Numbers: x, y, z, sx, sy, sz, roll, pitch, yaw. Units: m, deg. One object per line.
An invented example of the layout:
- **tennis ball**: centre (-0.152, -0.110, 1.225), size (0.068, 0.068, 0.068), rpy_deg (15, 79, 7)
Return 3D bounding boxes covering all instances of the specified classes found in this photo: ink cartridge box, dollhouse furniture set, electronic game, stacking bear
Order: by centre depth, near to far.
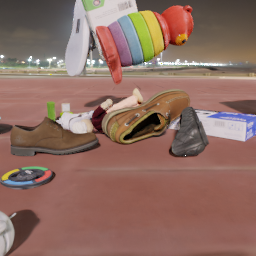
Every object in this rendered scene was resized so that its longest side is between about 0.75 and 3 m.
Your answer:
- **electronic game**: centre (-1.677, 0.807, 4.654), size (0.823, 0.171, 0.823), rpy_deg (0, 12, 0)
- **stacking bear**: centre (0.561, -2.558, 7.823), size (2.641, 1.502, 1.604), rpy_deg (-21, -28, -2)
- **ink cartridge box**: centre (2.426, -0.172, 8.228), size (2.466, 0.545, 1.159), rpy_deg (11, 17, 41)
- **ink cartridge box**: centre (-0.463, -3.420, 8.920), size (1.525, 2.088, 0.880), rpy_deg (-22, 34, -6)
- **dollhouse furniture set**: centre (-1.813, -0.586, 9.711), size (1.873, 0.723, 0.936), rpy_deg (-6, 14, -24)

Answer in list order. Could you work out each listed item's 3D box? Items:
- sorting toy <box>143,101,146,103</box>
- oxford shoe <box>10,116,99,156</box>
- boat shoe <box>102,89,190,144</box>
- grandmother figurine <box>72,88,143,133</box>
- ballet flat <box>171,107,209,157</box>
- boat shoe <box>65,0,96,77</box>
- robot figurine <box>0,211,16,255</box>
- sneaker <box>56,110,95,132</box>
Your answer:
- **sorting toy**: centre (1.668, -1.426, 14.627), size (1.255, 0.250, 1.697), rpy_deg (1, 15, 29)
- **oxford shoe**: centre (-1.605, 0.159, 6.169), size (1.921, 0.811, 0.698), rpy_deg (-1, 10, -11)
- **boat shoe**: centre (0.719, -0.232, 7.443), size (2.756, 0.992, 0.937), rpy_deg (-25, 36, -23)
- **grandmother figurine**: centre (-0.542, -0.291, 7.585), size (2.013, 1.221, 0.610), rpy_deg (-25, 40, -12)
- **ballet flat**: centre (1.391, 0.015, 6.755), size (0.761, 0.890, 2.678), rpy_deg (-20, 6, 12)
- **boat shoe**: centre (-1.543, -3.289, 10.248), size (1.013, 2.896, 0.959), rpy_deg (12, 7, 41)
- **robot figurine**: centre (-1.441, 1.084, 2.587), size (0.767, 0.511, 0.904), rpy_deg (-32, -2, 25)
- **sneaker**: centre (-1.473, -0.270, 8.625), size (0.855, 0.559, 1.488), rpy_deg (11, 20, 31)
